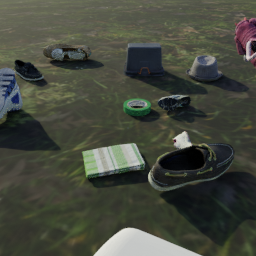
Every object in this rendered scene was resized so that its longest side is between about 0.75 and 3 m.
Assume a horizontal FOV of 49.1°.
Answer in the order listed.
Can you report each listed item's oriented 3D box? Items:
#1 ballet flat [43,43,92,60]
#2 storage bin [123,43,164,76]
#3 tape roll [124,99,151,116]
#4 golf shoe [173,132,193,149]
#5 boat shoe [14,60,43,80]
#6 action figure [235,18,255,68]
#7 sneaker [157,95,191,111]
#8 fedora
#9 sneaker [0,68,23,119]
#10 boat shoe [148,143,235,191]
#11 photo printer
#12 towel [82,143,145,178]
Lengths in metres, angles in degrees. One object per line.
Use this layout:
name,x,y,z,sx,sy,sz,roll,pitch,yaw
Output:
ballet flat,-3.094,-3.799,14.192,2.466,0.869,0.805,-5,39,-4
storage bin,0.705,-3.074,12.531,1.859,1.248,1.353,-1,30,0
tape roll,0.313,-0.714,9.530,0.924,0.222,0.924,0,30,0
golf shoe,1.494,0.527,7.375,0.474,0.390,1.036,-21,32,8
boat shoe,-4.410,-2.599,12.307,0.717,0.636,1.919,-25,39,-35
action figure,3.278,-2.243,7.428,1.619,1.457,2.174,4,47,-25
sneaker,1.534,-0.897,9.723,1.238,0.480,0.534,-6,18,-23
fedora,3.390,-2.715,12.341,1.586,0.810,1.793,13,33,21
sneaker,-3.964,-0.754,9.035,0.849,1.214,2.102,6,61,11
boat shoe,1.577,0.772,6.370,2.297,0.691,0.819,-16,54,-22
photo printer,0.355,2.398,3.702,2.235,0.776,1.859,15,34,23
towel,-0.383,0.813,7.023,1.430,0.219,1.067,-9,29,-10
